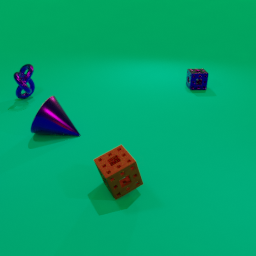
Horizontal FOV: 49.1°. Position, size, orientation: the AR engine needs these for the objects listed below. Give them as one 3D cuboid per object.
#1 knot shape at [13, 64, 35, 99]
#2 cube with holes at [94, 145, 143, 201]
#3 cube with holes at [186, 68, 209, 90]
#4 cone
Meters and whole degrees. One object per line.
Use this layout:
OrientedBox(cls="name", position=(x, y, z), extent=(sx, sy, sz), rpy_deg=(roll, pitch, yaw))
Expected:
OrientedBox(cls="knot shape", position=(-3.916, -1.724, 10.569), extent=(0.638, 1.382, 1.293), rpy_deg=(4, 14, -10))
OrientedBox(cls="cube with holes", position=(-0.206, 0.954, 6.089), extent=(0.707, 0.707, 0.707), rpy_deg=(-28, 37, -14))
OrientedBox(cls="cube with holes", position=(2.970, -2.105, 12.095), extent=(0.735, 0.735, 0.735), rpy_deg=(-1, 28, -3))
OrientedBox(cls="cone", position=(-1.974, -0.086, 8.383), extent=(1.298, 1.294, 1.294), rpy_deg=(30, 31, -1))
